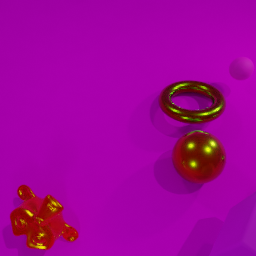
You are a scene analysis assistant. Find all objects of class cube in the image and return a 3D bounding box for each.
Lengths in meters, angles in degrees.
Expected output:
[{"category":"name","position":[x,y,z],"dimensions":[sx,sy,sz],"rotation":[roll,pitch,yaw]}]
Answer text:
[{"category":"cube","position":[2.792,2.370,5.743],"dimensions":[1.392,1.392,1.392],"rotation":[34,55,11]}]

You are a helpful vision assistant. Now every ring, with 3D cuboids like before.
[{"category":"ring","position":[1.948,-0.839,8.574],"dimensions":[2.033,0.407,2.033],"rotation":[-1,40,1]}]

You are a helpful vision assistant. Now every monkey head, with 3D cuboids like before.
[{"category":"monkey head","position":[-1.902,1.998,6.487],"dimensions":[1.944,1.171,1.398],"rotation":[42,103,2]}]

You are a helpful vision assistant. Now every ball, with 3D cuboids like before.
[{"category":"ball","position":[1.844,0.759,7.331],"dimensions":[1.389,1.389,1.389],"rotation":[0,59,0]},{"category":"ball","position":[3.501,-1.829,8.657],"dimensions":[0.716,0.716,0.716],"rotation":[0,59,0]}]
